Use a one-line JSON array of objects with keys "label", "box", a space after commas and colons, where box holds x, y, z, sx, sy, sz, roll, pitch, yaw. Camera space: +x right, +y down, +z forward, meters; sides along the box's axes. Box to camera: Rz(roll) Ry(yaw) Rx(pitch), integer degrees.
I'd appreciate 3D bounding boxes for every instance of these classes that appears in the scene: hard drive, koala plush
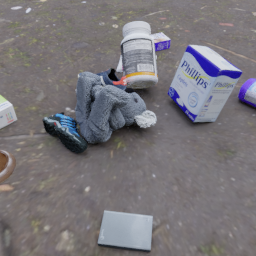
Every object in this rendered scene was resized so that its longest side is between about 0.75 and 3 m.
[{"label": "hard drive", "box": [-0.055, 3.029, 8.263, 1.511, 0.248, 1.054, 5, 43, 5]}, {"label": "koala plush", "box": [-0.436, -0.719, 11.250, 2.801, 2.574, 2.484, -6, 29, -39]}]

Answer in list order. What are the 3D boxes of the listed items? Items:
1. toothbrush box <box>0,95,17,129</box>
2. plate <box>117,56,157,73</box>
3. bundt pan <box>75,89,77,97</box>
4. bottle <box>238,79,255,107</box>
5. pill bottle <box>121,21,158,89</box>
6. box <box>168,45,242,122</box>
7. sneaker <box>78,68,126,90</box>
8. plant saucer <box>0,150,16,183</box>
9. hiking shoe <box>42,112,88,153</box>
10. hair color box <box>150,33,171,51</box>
[{"label": "toothbrush box", "box": [-5.987, -0.765, 11.935, 2.021, 0.870, 1.472, 31, 50, 31]}, {"label": "plate", "box": [0.520, -3.696, 15.539, 2.085, 0.337, 2.081, 5, 43, 5]}, {"label": "bundt pan", "box": [-1.544, -1.311, 12.534, 1.666, 0.625, 1.666, 8, 29, -5]}, {"label": "bottle", "box": [6.433, -1.173, 12.307, 1.224, 0.956, 2.929, -37, 54, -28]}, {"label": "pill bottle", "box": [0.503, -3.414, 13.292, 1.650, 1.650, 2.835, -4, 82, -4]}, {"label": "box", "box": [3.088, -1.863, 11.788, 1.296, 2.471, 2.272, -2, 39, -29]}, {"label": "sneaker", "box": [-1.136, -2.316, 12.789, 2.477, 1.047, 0.929, 21, 26, 16]}, {"label": "plant saucer", "box": [-4.952, 1.373, 10.065, 1.742, 0.279, 1.742, -1, 43, 1]}, {"label": "hiking shoe", "box": [-2.316, 0.038, 11.023, 2.481, 0.923, 1.076, 33, 53, 31]}, {"label": "hair color box", "box": [1.439, -5.101, 16.858, 1.971, 0.639, 1.077, -19, 46, -17]}]
